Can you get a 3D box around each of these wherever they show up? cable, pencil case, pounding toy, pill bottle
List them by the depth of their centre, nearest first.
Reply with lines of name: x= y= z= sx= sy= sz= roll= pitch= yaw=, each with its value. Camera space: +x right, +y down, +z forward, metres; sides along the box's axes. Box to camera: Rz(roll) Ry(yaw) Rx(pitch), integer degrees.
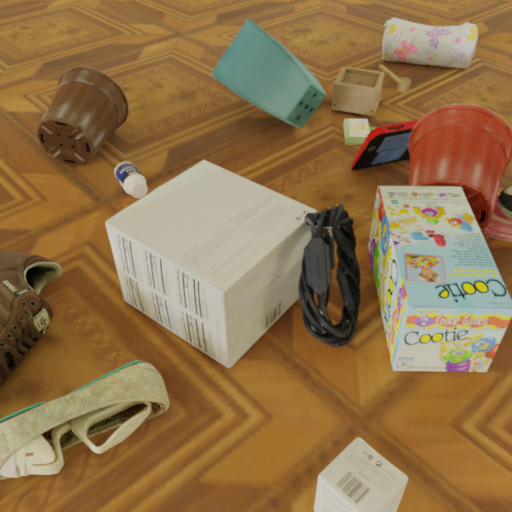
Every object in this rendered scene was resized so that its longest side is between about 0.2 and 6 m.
cable: x=1.020 y=0.278 z=7.507 sx=0.480 sy=1.889 sz=1.541 roll=-4 pitch=10 yaw=26
pill bottle: x=-2.252 y=-1.365 z=10.159 sx=0.417 sy=0.417 sz=0.751 roll=-22 pitch=46 yaw=-23
pounding toy: x=2.617 y=-3.712 z=12.585 sx=1.564 sy=0.715 sz=1.374 roll=13 pitch=43 yaw=13
pencil case: x=4.378 y=-5.396 z=14.221 sx=2.341 sy=1.062 sz=0.973 roll=8 pitch=41 yaw=10

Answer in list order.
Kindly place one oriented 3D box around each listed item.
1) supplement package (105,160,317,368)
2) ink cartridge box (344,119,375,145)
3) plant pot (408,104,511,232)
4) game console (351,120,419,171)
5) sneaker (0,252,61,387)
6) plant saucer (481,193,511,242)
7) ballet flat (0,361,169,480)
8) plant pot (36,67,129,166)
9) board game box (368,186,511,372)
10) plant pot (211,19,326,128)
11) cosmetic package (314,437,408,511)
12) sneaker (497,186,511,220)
supplement package: x=-0.568 y=0.025 z=7.761 sx=2.050 sy=1.508 sz=1.961 roll=28 pitch=49 yaw=28
ink cartridge box: x=2.321 y=-2.574 z=11.650 sx=0.964 sy=0.231 sz=0.701 roll=1 pitch=45 yaw=3
plant pot: x=3.260 y=-1.278 z=9.243 sx=1.754 sy=1.754 sz=1.706 roll=13 pitch=52 yaw=15
game console: x=2.560 y=-2.036 z=10.379 sx=1.414 sy=1.251 sz=0.220 roll=-12 pitch=67 yaw=-15
sneaker: x=-3.226 y=0.873 z=7.225 sx=1.042 sy=0.972 sz=2.760 roll=-4 pitch=42 yaw=-6
plant saucer: x=4.233 y=-0.704 z=9.513 sx=1.157 sy=0.293 sz=1.157 roll=-1 pitch=41 yaw=1
ballet flat: x=-2.095 y=1.937 z=6.188 sx=2.436 sy=0.822 sz=0.760 roll=-24 pitch=57 yaw=-24
plant pot: x=-3.449 y=-2.637 z=10.953 sx=1.486 sy=1.486 sz=1.471 roll=8 pitch=51 yaw=9
board game box: x=2.382 y=0.242 z=7.710 sx=1.276 sy=1.253 sz=2.433 roll=1 pitch=42 yaw=1
plant pot: x=0.385 y=-3.656 z=11.775 sx=1.949 sy=1.377 sz=1.377 roll=46 pitch=19 yaw=22
cosmetic package: x=1.033 y=2.407 z=5.644 sx=0.637 sy=0.766 sz=0.641 roll=-33 pitch=51 yaw=-31
sneaker: x=4.833 y=-1.027 z=8.393 sx=2.451 sy=1.074 sz=0.927 roll=7 pitch=52 yaw=44
